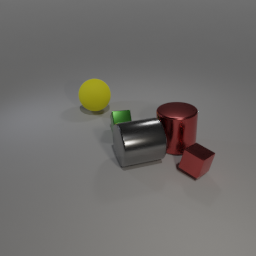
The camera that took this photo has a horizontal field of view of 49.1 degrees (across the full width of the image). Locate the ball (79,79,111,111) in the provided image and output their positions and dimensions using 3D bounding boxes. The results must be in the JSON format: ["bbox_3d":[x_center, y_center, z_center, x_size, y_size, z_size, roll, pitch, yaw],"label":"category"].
[{"bbox_3d":[-1.453,-1.443,12.241,1.400,1.400,1.400,0,29,0],"label":"ball"}]

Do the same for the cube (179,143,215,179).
[{"bbox_3d":[2.090,0.980,8.506,0.700,0.700,0.700,32,35,34],"label":"cube"}]

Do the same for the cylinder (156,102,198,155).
[{"bbox_3d":[1.696,-0.016,9.804,1.400,1.400,1.400,-3,28,1],"label":"cylinder"}]

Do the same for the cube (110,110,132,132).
[{"bbox_3d":[-0.267,-0.255,10.750,0.700,0.700,0.700,-6,-9,-11],"label":"cube"}]

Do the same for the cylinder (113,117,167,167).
[{"bbox_3d":[0.348,0.443,9.038,1.400,1.400,1.400,-9,30,-15],"label":"cylinder"}]
